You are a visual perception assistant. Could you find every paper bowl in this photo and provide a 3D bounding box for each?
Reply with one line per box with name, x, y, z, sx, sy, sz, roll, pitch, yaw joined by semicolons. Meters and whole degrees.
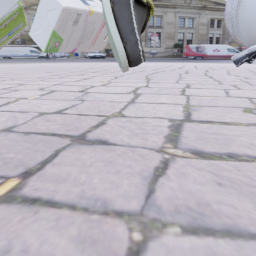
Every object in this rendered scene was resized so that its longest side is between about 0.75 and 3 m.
paper bowl;3.364;-2.732;6.401;2.005;2.005;1.043;-2;28;-5

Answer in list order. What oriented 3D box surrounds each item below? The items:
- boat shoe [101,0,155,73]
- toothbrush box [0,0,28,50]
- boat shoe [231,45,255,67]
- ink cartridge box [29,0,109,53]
boat shoe;-0.028;-2.245;4.765;0.894;2.970;1.059;-11;-28;-1
toothbrush box;-2.929;-2.476;5.213;1.076;1.820;2.500;-42;21;-4
boat shoe;2.632;-1.548;6.037;0.341;0.322;0.951;-26;3;-22
ink cartridge box;-1.734;-3.622;9.799;0.998;1.737;2.965;48;35;16
